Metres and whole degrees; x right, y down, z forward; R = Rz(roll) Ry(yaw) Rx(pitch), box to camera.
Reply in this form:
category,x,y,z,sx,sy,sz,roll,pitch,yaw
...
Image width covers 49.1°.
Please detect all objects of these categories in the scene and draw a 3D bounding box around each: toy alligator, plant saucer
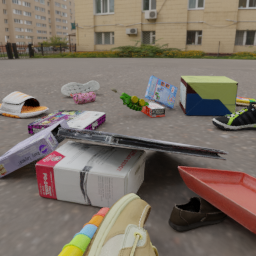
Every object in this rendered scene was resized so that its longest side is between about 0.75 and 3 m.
category,x,y,z,sx,sy,sz,roll,pitch,yaw
toy alligator,0.046,-0.986,10.537,1.790,0.486,0.531,18,-9,-32
plant saucer,1.975,1.156,4.563,1.811,0.332,1.808,8,11,-30

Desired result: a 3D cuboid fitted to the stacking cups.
category,x,y,z,sx,sy,sz,roll,pitch,yaw
stacking cups,-0.551,1.515,3.899,0.398,0.398,1.315,6,19,18

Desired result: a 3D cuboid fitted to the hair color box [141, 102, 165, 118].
category,x,y,z,sx,sy,sz,roll,pitch,yaw
hair color box,0.962,-0.748,11.226,0.603,0.364,1.188,-5,18,-18

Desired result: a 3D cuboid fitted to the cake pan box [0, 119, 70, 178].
category,x,y,z,sx,sy,sz,roll,pitch,yaw
cake pan box,-2.132,0.414,6.386,1.540,0.403,1.419,-27,15,11

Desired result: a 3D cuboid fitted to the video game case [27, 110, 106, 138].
category,x,y,z,sx,sy,sz,roll,pitch,yaw
video game case,-1.957,-0.182,9.397,1.871,0.370,2.064,5,18,14

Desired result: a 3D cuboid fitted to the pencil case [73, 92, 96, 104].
category,x,y,z,sx,sy,sz,roll,pitch,yaw
pencil case,-2.039,-1.439,13.254,1.090,0.472,0.451,-13,34,-41

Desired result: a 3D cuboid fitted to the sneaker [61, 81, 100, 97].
category,x,y,z,sx,sy,sz,roll,pitch,yaw
sneaker,-2.552,-1.961,14.932,2.084,0.803,0.853,-10,-8,-26

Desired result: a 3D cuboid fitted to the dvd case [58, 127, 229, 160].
category,x,y,z,sx,sy,sz,roll,pitch,yaw
dvd case,0.307,0.318,5.864,2.913,0.233,2.166,11,-4,-35

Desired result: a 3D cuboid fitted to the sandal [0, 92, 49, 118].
category,x,y,z,sx,sy,sz,roll,pitch,yaw
sandal,-4.676,-1.002,11.179,3.057,0.876,1.171,5,18,17

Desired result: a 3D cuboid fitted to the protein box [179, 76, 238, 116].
category,x,y,z,sx,sy,sz,roll,pitch,yaw
protein box,3.230,-1.383,11.625,1.954,1.328,1.969,1,17,3

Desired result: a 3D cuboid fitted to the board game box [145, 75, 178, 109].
category,x,y,z,sx,sy,sz,roll,pitch,yaw
board game box,1.425,-1.498,11.847,1.316,0.995,0.241,22,-18,-20

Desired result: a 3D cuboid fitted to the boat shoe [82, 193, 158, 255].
category,x,y,z,sx,sy,sz,roll,pitch,yaw
boat shoe,-0.093,1.614,2.977,0.859,0.958,2.588,19,23,13

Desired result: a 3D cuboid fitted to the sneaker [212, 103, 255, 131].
category,x,y,z,sx,sy,sz,roll,pitch,yaw
sneaker,3.858,-0.419,9.321,2.103,0.871,0.754,-1,17,-2

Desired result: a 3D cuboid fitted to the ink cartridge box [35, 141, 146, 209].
category,x,y,z,sx,sy,sz,roll,pitch,yaw
ink cartridge box,-0.650,0.860,5.438,1.758,0.733,1.276,6,18,17

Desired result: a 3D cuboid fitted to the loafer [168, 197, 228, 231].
category,x,y,z,sx,sy,sz,roll,pitch,yaw
loafer,1.194,1.317,4.523,1.156,0.412,0.422,-9,20,-27

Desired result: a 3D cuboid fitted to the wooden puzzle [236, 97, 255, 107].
category,x,y,z,sx,sy,sz,roll,pitch,yaw
wooden puzzle,5.418,-1.240,13.005,1.364,0.254,1.261,5,18,15
